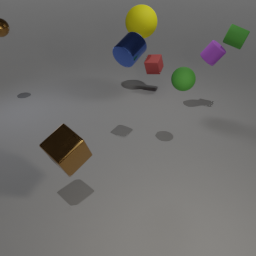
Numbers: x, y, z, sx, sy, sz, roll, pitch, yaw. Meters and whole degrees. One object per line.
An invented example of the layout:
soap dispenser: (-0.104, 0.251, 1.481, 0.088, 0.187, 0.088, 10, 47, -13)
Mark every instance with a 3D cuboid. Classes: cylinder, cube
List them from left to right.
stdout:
cube: (-1.318, 0.478, 6.028, 0.700, 0.700, 0.700, 36, 70, 28)
cylinder: (0.047, -2.153, 7.701, 0.700, 0.700, 0.700, 21, 59, 32)
cube: (1.270, -3.108, 13.684, 0.700, 0.700, 0.700, 6, 49, 25)
cylinder: (3.287, -2.896, 10.830, 0.700, 0.700, 0.700, 27, 36, -22)
cylinder: (3.959, -3.340, 10.260, 0.700, 0.700, 0.700, 29, 36, 12)

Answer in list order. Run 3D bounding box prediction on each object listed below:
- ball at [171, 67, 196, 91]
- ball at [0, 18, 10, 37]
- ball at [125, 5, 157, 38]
ball: (1.611, -1.425, 8.150, 0.700, 0.700, 0.700, 0, 29, 0)
ball: (-4.980, -3.898, 10.883, 0.700, 0.700, 0.700, 0, 29, 0)
ball: (0.581, -4.642, 12.258, 1.400, 1.400, 1.400, 0, 29, 0)
